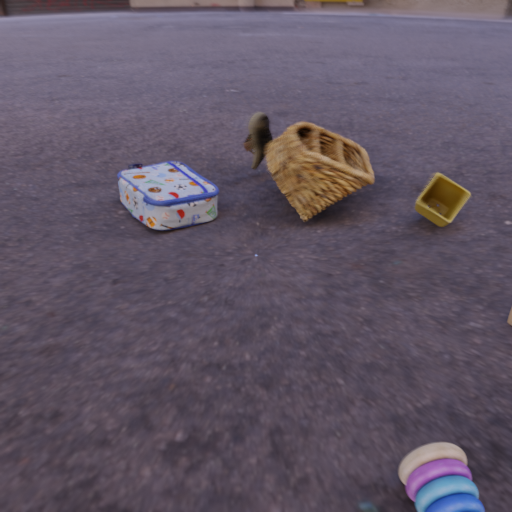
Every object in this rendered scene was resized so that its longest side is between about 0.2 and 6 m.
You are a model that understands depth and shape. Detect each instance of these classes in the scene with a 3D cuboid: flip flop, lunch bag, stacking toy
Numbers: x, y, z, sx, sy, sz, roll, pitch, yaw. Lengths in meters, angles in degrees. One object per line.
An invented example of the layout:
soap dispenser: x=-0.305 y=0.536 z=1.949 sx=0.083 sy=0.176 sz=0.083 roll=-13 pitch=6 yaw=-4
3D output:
flip flop: x=-0.038 y=-2.958 z=14.261 sx=0.577 sy=2.005 sz=0.813 roll=26 pitch=72 yaw=15
lunch bag: x=-2.081 y=-1.524 z=13.331 sx=1.989 sy=0.938 sz=2.482 roll=-16 pitch=35 yaw=-28
stacking toy: x=2.210 y=3.021 z=5.970 sx=0.814 sy=0.814 sz=1.907 roll=-4 pitch=38 yaw=-7

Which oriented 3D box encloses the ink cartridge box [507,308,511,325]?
ink cartridge box: x=4.980 y=1.185 z=9.212 sx=1.004 sy=0.458 sz=1.219 roll=-8 pitch=33 yaw=-16

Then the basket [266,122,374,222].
basket: x=1.440 y=-2.323 z=13.020 sx=1.878 sy=1.799 sz=2.521 roll=-30 pitch=19 yaw=20

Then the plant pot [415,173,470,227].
plant pot: x=4.092 y=-1.153 z=12.539 sx=0.862 sy=0.882 sz=0.856 roll=36 pitch=80 yaw=13
